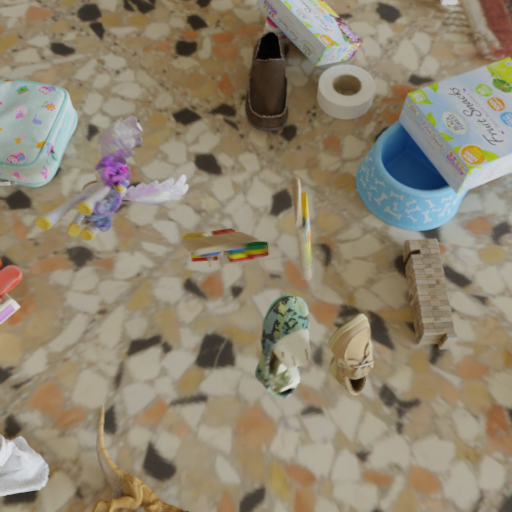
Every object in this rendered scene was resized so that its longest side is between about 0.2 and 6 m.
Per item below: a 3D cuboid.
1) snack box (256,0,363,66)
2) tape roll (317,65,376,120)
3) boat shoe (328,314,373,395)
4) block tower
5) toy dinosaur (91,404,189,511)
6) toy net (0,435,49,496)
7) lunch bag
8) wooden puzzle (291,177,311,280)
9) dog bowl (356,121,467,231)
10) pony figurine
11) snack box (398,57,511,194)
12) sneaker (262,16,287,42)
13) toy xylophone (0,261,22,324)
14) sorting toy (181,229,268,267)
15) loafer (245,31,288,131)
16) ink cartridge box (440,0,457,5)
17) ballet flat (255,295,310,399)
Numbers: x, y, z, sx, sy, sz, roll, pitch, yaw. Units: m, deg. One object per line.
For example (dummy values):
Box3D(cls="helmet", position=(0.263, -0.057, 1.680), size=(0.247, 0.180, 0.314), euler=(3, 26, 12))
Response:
Box3D(cls="snack box", position=(1.256, -5.444, 13.075), size=(1.553, 0.578, 2.183), euler=(-29, 73, -41))
Box3D(cls="tape roll", position=(2.035, -3.726, 12.718), size=(1.289, 0.451, 1.289), euler=(0, 61, 0))
Box3D(cls="boat shoe", position=(1.308, 1.309, 7.295), size=(0.577, 1.619, 0.522), euler=(-30, 58, -14))
Box3D(cls="block tower", position=(3.147, 0.640, 10.310), size=(0.603, 0.564, 2.087), euler=(-3, 61, -1))
Box3D(cls="toy dinosaur", position=(-2.045, 3.671, 8.738), size=(2.450, 0.740, 1.301), euler=(37, 43, 13))
Box3D(cls="toy net", position=(-5.074, 2.888, 8.468), size=(3.802, 0.734, 1.995), euler=(13, 22, 6))
Box3D(cls="lunch bag", position=(-4.926, -2.559, 11.826), size=(1.913, 0.919, 2.385), euler=(10, 63, 2))
Box3D(cls="wooden puzzle", position=(0.690, -0.406, 8.189), size=(0.219, 1.087, 1.174), euler=(-7, 47, 5))
Box3D(cls="dog bowl", position=(3.865, -2.250, 11.630), size=(3.987, 0.988, 2.222), euler=(-39, 68, -19))
Box3D(cls="pony figurine", position=(-2.571, -1.232, 9.911), size=(2.074, 1.789, 2.148), euler=(-13, 34, 32))
Box3D(cls="snack box", position=(4.379, -2.543, 10.762), size=(2.460, 0.832, 2.074), euler=(-23, 63, -12))
Box3D(cls="sneaker", position=(0.575, -5.575, 13.636), size=(0.596, 0.647, 1.466), euler=(46, 46, 6))
Box3D(cls="toy xylophone", position=(-5.786, 0.668, 10.166), size=(3.116, 0.783, 2.281), euler=(30, 66, 15))
Box3D(cls="sorting toy", position=(-0.622, -0.102, 9.298), size=(1.065, 2.209, 0.374), euler=(-10, 103, -18))
Box3D(cls="loafer", position=(0.209, -3.975, 12.565), size=(0.978, 0.951, 2.680), euler=(-3, 62, -1))
Box3D(cls="ink cartridge box", position=(4.928, -6.986, 14.173), size=(0.414, 0.977, 0.711), euler=(-2, 62, 5))
Box3D(cls="ballet flat", position=(0.478, 1.449, 8.323), size=(0.828, 2.230, 0.828), euler=(2, 52, -2))
